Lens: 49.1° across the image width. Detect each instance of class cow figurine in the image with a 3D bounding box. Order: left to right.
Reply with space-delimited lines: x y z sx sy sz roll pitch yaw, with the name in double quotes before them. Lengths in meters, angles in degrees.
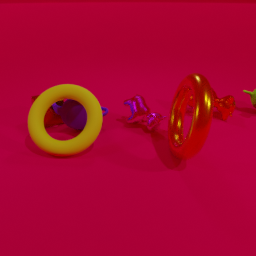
"cow figurine" 0.494 -0.461 8.088 1.151 1.170 0.642 -17 -7 32
"cow figurine" 2.566 -0.838 8.814 1.486 0.816 1.462 -1 30 -17

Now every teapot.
"teapot" -1.405 -0.523 7.913 1.746 1.085 0.855 4 38 -14

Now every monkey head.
"monkey head" 4.218 -0.917 8.758 0.960 0.804 1.334 -7 52 -47

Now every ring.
"ring" -1.560 -0.217 6.959 1.860 1.860 0.372 2 -16 4
"ring" 1.389 -0.260 6.501 0.405 2.026 2.026 8 26 -9

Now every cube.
"cube" -2.392 -0.552 8.456 0.775 0.775 0.775 -16 31 -28
